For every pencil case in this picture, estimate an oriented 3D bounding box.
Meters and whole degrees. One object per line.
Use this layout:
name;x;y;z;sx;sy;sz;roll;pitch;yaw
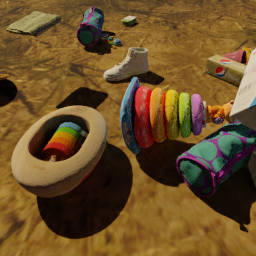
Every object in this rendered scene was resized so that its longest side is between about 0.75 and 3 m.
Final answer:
pencil case;2.389;0.563;6.687;2.575;1.096;1.190;-28;20;-29
pencil case;-1.769;-4.893;13.394;1.073;1.165;2.521;-9;40;9

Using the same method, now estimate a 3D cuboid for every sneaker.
sneaker;-0.084;-2.479;10.507;1.875;1.084;0.691;-21;45;-21

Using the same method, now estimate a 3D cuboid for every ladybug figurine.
ladybug figurine;-1.519;0.519;6.777;1.993;1.056;2.936;11;40;13

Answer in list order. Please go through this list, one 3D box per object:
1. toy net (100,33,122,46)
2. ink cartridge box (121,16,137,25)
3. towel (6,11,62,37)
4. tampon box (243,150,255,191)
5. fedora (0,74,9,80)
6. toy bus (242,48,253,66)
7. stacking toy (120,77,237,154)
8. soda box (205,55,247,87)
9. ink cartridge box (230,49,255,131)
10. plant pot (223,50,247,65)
toy net;-0.934;-4.163;13.275;0.713;0.263;1.360;-31;46;-29
ink cartridge box;0.030;-5.832;15.301;0.488;0.279;0.940;20;43;24
towel;-3.037;-3.423;9.173;1.188;0.292;1.602;16;43;20
tampon box;3.487;0.888;6.379;1.313;0.984;0.829;-21;42;-23
fedora;-5.085;-1.977;9.749;1.810;0.738;1.810;-5;17;2
toy bus;4.936;-2.702;11.250;0.572;0.475;1.460;3;39;-4
stacking toy;1.380;-0.315;7.003;2.946;1.710;1.617;-1;36;14
soda box;3.845;-2.068;10.364;0.644;0.609;1.901;-29;46;-31
ink cartridge box;2.978;-0.807;5.193;1.238;1.260;1.712;28;72;-7
plant pot;4.125;-2.589;10.907;0.774;0.864;0.864;9;37;35
